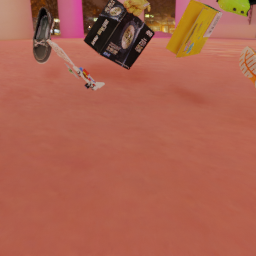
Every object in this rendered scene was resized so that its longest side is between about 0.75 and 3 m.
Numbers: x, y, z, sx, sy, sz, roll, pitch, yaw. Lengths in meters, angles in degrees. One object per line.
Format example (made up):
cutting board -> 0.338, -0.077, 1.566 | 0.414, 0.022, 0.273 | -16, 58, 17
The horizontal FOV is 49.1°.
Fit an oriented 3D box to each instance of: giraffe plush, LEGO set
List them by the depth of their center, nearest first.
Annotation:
LEGO set -> -1.272, -1.548, 7.066 | 0.398, 1.620, 1.210 | -43, 38, -6
giraffe plush -> 0.338, -3.851, 8.318 | 0.826, 0.670, 0.712 | -1, -17, 32

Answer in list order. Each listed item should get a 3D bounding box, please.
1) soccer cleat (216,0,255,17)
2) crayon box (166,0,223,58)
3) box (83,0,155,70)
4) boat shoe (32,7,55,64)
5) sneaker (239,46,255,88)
soccer cleat -> 1.635, -1.820, 3.456 | 0.515, 0.429, 1.272 | 40, 76, 20
crayon box -> 2.038, -3.051, 8.685 | 0.616, 1.540, 2.425 | 37, 30, 14
box -> -0.268, -3.618, 11.122 | 1.020, 1.939, 2.367 | 44, 15, 24
boat shoe -> -3.302, -3.572, 10.704 | 0.762, 2.280, 0.650 | -1, -21, 7
sneaker -> 3.617, -1.569, 7.678 | 0.593, 1.535, 0.601 | -18, -14, -23
